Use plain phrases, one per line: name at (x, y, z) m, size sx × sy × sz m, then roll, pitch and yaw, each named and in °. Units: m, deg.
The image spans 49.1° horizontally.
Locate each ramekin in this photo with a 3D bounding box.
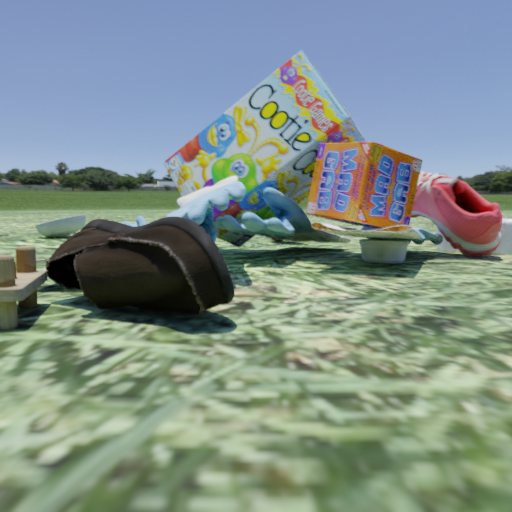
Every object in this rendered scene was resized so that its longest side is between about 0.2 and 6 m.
ramekin at (2.072, -0.081, 9.126) m, size 0.796 × 0.371 × 0.796 m, roll 1°, pitch 5°, yaw 0°

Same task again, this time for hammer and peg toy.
hammer and peg toy at (-2.809, 0.248, 4.834) m, size 1.762 × 0.621 × 1.296 m, roll -1°, pitch 6°, yaw -10°

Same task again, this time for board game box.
board game box at (0.218, -1.790, 10.102) m, size 3.117 × 1.606 × 1.635 m, roll -36°, pitch -22°, yaw 15°
board game box at (1.681, -1.077, 8.798) m, size 1.165 × 1.165 × 1.166 m, roll 9°, pitch 3°, yaw -35°

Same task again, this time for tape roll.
tape roll at (4.520, -0.413, 11.171) m, size 1.807 × 0.632 × 1.807 m, roll 1°, pitch 6°, yaw 0°

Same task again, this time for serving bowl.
serving bowl at (-5.097, -0.741, 14.748) m, size 1.295 × 0.426 × 1.295 m, roll -13°, pitch 3°, yaw 1°

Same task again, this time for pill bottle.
pill bottle at (0.700, -0.743, 12.976) m, size 0.631 × 0.631 × 1.140 m, roll -3°, pitch -10°, yaw -24°

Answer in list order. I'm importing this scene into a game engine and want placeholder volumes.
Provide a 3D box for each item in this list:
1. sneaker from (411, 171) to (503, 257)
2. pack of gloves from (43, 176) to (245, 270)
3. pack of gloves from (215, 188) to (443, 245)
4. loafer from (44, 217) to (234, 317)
sneaker at (3.247, -1.150, 10.091) m, size 2.730 × 1.006 × 1.184 m, roll 36°, pitch -21°, yaw 26°
pack of gloves at (-1.307, -0.297, 7.751) m, size 2.597 × 0.610 × 3.092 m, roll -24°, pitch 11°, yaw 1°
pack of gloves at (1.378, -0.658, 9.645) m, size 3.254 × 0.764 × 3.873 m, roll 2°, pitch -1°, yaw 26°
loafer at (-1.151, 0.204, 5.120) m, size 2.393 × 0.874 × 0.854 m, roll 3°, pitch 33°, yaw 47°
